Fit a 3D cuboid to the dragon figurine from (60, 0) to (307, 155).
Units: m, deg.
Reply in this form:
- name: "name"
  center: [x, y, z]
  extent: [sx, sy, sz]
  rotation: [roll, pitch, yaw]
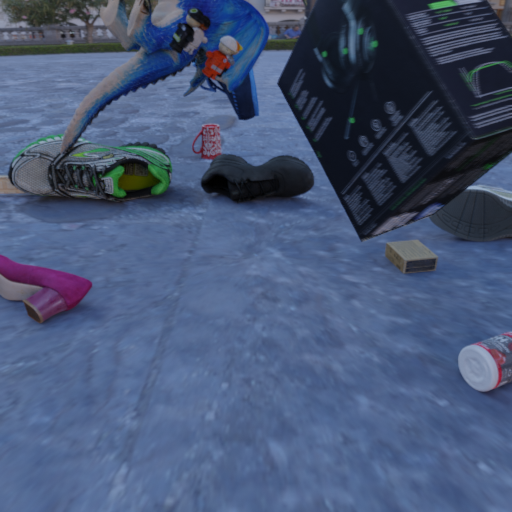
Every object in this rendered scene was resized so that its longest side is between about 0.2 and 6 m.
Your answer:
- name: "dragon figurine"
  center: [-0.756, -3.084, 7.785]
  extent: [2.326, 4.678, 1.377]
  rotation: [29, -9, -39]

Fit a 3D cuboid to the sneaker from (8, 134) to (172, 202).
- name: "sneaker"
  center: [-3.459, -1.823, 11.889]
  extent: [3.406, 1.329, 1.451]
  rotation: [-6, 26, -13]

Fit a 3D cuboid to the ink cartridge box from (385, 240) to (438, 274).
- name: "ink cartridge box"
  center: [2.532, 0.007, 9.179]
  extent: [0.591, 0.270, 0.718]
  rotation: [-4, 25, -11]

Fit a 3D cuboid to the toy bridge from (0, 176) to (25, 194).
- name: "toy bridge"
  center: [-5.085, -1.852, 12.892]
  extent: [3.901, 0.531, 1.311]
  rotation: [-15, 30, -30]

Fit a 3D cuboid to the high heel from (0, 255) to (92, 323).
- name: "high heel"
  center: [-3.235, 0.292, 8.133]
  extent: [1.844, 0.622, 0.886]
  rotation: [33, 48, 27]

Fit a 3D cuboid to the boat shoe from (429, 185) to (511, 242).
- name: "boat shoe"
  center: [4.316, -0.814, 10.263]
  extent: [2.573, 0.948, 0.825]
  rotation: [2, 18, -6]

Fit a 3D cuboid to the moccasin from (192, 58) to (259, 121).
- name: "moccasin"
  center: [-0.781, -3.966, 11.196]
  extent: [1.127, 1.330, 3.305]
  rotation: [-15, 61, -5]

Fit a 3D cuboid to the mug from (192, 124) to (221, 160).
- name: "mug"
  center: [-1.294, -3.085, 15.160]
  extent: [0.771, 0.869, 0.580]
  rotation: [-17, 30, -34]

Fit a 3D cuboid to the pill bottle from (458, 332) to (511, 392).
- name: "pill bottle"
  center: [2.829, 1.165, 6.378]
  extent: [0.942, 0.521, 0.521]
  rotation: [-12, 27, -24]

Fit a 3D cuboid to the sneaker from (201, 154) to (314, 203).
- name: "sneaker"
  center: [-0.015, -1.549, 12.023]
  extent: [2.543, 0.966, 1.154]
  rotation: [4, 34, 24]

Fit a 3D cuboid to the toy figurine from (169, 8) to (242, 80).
- name: "toy figurine"
  center: [-0.474, -2.097, 5.536]
  extent: [0.636, 0.442, 0.626]
  rotation: [37, 21, -4]

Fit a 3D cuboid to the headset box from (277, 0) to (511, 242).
- name: "headset box"
  center: [1.689, -2.092, 7.001]
  extent: [1.351, 2.536, 2.912]
  rotation: [-20, 74, -24]
